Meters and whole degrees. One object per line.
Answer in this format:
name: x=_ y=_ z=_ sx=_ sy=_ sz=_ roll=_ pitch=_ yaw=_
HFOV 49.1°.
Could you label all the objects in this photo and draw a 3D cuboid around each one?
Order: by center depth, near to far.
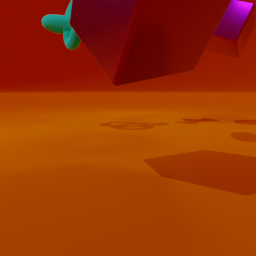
cube: x=0.202 y=-1.394 z=3.126 sx=1.219 sy=1.219 sz=1.219 roll=-17 pitch=58 yaw=-30
knot shape: x=-1.261 y=-2.690 z=7.055 sx=1.867 sy=0.863 sz=1.747 roll=-23 pitch=38 yaw=9
cube: x=2.762 y=-2.780 z=7.793 sx=1.103 sy=1.103 sz=1.103 roll=26 pitch=1 yaw=26
